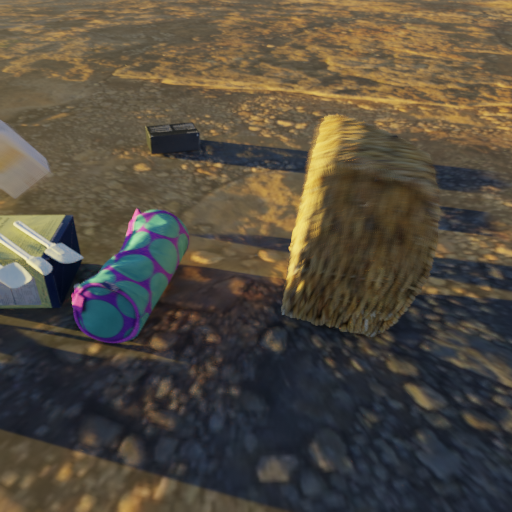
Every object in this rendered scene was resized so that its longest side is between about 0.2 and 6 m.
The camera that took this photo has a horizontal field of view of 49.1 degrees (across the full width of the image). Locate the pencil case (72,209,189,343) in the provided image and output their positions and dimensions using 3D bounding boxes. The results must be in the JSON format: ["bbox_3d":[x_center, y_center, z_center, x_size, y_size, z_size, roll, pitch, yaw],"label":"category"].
[{"bbox_3d":[-1.805,0.201,8.353,1.079,0.993,2.334,32,32,-7],"label":"pencil case"}]

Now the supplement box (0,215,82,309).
[{"bbox_3d":[-3.596,0.068,8.671,1.349,0.907,1.351,-1,32,-1],"label":"supplement box"}]

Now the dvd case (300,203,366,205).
[{"bbox_3d":[1.648,-1.110,11.272,1.348,0.167,1.013,10,33,14],"label":"dvd case"}]

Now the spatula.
[{"bbox_3d":[-3.365,-0.061,7.919,1.582,0.127,1.100,27,44,32],"label":"spatula"}]

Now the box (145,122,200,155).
[{"bbox_3d":[-2.069,-2.921,13.886,1.217,0.480,0.859,-9,30,-14],"label":"box"}]

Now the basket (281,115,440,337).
[{"bbox_3d":[1.493,-0.430,7.859,1.817,2.545,1.896,12,32,2],"label":"basket"}]

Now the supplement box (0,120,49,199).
[{"bbox_3d":[-4.803,-1.886,10.603,0.914,1.450,0.533,-36,49,5],"label":"supplement box"}]
